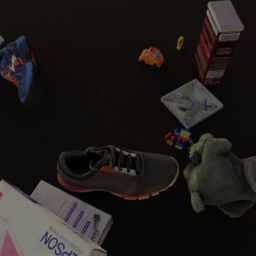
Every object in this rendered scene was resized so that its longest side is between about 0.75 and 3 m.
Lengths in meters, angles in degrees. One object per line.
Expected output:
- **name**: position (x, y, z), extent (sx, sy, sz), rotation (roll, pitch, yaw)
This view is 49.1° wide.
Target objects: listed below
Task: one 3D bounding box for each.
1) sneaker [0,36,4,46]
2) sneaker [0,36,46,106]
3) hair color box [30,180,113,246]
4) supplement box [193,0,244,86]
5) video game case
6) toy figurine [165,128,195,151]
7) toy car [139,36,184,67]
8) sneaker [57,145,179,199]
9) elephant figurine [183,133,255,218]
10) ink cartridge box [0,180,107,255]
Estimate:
- **sneaker**: position (-5.193, -3.058, 9.127), extent (2.219, 0.900, 0.834), rotation (11, 57, 5)
- **sneaker**: position (-3.169, -1.580, 8.255), extent (1.080, 1.037, 2.753), rotation (-22, 52, -5)
- **hair color box**: position (-1.375, 2.034, 6.146), extent (1.847, 0.599, 1.009), rotation (22, 61, 16)
- **supplement box**: position (2.469, -2.322, 7.940), extent (0.640, 2.101, 1.144), rotation (-5, 58, -4)
- **video game case**: position (1.851, -0.735, 8.112), extent (1.348, 0.148, 1.229), rotation (-30, 63, -17)
- **toy figurine**: position (1.540, 0.225, 7.334), extent (0.990, 0.522, 0.593), rotation (25, 56, 14)
- **toy car**: position (1.085, -2.626, 9.059), extent (0.791, 0.537, 1.613), rotation (37, 66, 20)
- **sneaker**: position (-0.239, 0.946, 6.450), extent (2.935, 1.202, 1.131), rotation (-3, 58, -2)
- **elephant figurine**: position (2.571, 1.159, 6.252), extent (2.353, 1.665, 1.825), rotation (22, 89, -4)
- **ink cartridge box**: position (-2.223, 2.747, 4.884), extent (2.855, 0.630, 2.908), rotation (19, 68, 34)
